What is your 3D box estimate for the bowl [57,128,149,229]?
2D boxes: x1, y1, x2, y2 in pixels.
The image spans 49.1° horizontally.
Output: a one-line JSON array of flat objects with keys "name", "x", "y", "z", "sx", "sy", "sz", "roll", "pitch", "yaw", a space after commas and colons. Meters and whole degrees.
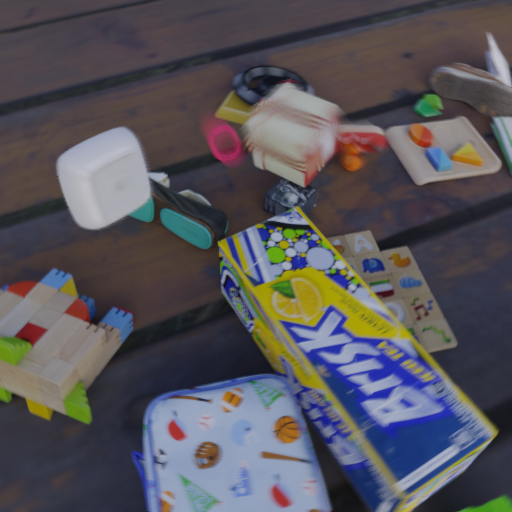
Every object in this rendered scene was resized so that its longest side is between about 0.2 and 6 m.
[{"name": "bowl", "x": -2.219, "y": -1.116, "z": 8.552, "sx": 0.506, "sy": 1.357, "sz": 1.355, "roll": 28, "pitch": 50, "yaw": 36}]

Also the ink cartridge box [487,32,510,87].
[{"name": "ink cartridge box", "x": 5.583, "y": -4.496, "z": 13.113, "sx": 0.264, "sy": 1.041, "sz": 1.181, "roll": -23, "pitch": 39, "yaw": 36}]

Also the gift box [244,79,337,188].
[{"name": "gift box", "x": 0.648, "y": -2.329, "z": 10.237, "sx": 1.352, "sy": 1.448, "sz": 1.337, "roll": 29, "pitch": 61, "yaw": 24}]

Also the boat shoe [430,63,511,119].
[{"name": "boat shoe", "x": 5.109, "y": -3.815, "z": 12.654, "sx": 2.247, "sy": 0.851, "sz": 0.807, "roll": 34, "pitch": 57, "yaw": 22}]

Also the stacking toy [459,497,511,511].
[{"name": "stacking toy", "x": 4.443, "y": 3.996, "z": 6.032, "sx": 4.152, "sy": 0.976, "sz": 3.130, "roll": -21, "pitch": 49, "yaw": 9}]

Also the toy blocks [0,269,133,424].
[{"name": "toy blocks", "x": -3.264, "y": 1.080, "z": 8.567, "sx": 2.860, "sy": 1.429, "sz": 1.955, "roll": 18, "pitch": 42, "yaw": 13}]

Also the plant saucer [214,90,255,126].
[{"name": "plant saucer", "x": -0.320, "y": -3.404, "z": 12.686, "sx": 0.982, "sy": 0.238, "sz": 0.982, "roll": 18, "pitch": 54, "yaw": 13}]

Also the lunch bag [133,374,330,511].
[{"name": "lunch bag", "x": -0.334, "y": 2.929, "z": 7.112, "sx": 2.256, "sy": 1.064, "sz": 2.815, "roll": -12, "pitch": 53, "yaw": -6}]

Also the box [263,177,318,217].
[{"name": "box", "x": 0.651, "y": -1.058, "z": 10.667, "sx": 0.744, "sy": 0.469, "sz": 0.757, "roll": 32, "pitch": 58, "yaw": 21}]

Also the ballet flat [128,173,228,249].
[{"name": "ballet flat", "x": -1.693, "y": -0.970, "z": 10.415, "sx": 2.657, "sy": 0.904, "sz": 0.909, "roll": 29, "pitch": 47, "yaw": 9}]

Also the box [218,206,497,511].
[{"name": "box", "x": 1.131, "y": 1.355, "z": 8.008, "sx": 1.530, "sy": 1.404, "sz": 4.366, "roll": -25, "pitch": 55, "yaw": -18}]

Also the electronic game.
[{"name": "electronic game", "x": 0.399, "y": -3.837, "z": 12.887, "sx": 1.884, "sy": 0.392, "sz": 1.884, "roll": 5, "pitch": 45, "yaw": -5}]

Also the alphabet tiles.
[{"name": "alphabet tiles", "x": 1.696, "y": 0.864, "z": 9.354, "sx": 2.597, "sy": 0.099, "sz": 3.121, "roll": -11, "pitch": 52, "yaw": -7}]

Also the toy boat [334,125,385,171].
[{"name": "toy boat", "x": 1.939, "y": -2.157, "z": 11.398, "sx": 1.319, "sy": 0.861, "sz": 0.862, "roll": 4, "pitch": 87, "yaw": 13}]

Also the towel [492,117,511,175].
[{"name": "towel", "x": 6.379, "y": -2.252, "z": 11.755, "sx": 2.433, "sy": 0.285, "sz": 1.856, "roll": 1, "pitch": 51, "yaw": -1}]

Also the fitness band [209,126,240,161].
[{"name": "fitness band", "x": -0.629, "y": -2.236, "z": 11.133, "sx": 0.561, "sy": 0.781, "sz": 0.146, "roll": -17, "pitch": 49, "yaw": 2}]

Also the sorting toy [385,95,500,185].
[{"name": "sorting toy", "x": 3.778, "y": -2.591, "z": 11.945, "sx": 1.868, "sy": 0.372, "sz": 2.528, "roll": -12, "pitch": 53, "yaw": -10}]
